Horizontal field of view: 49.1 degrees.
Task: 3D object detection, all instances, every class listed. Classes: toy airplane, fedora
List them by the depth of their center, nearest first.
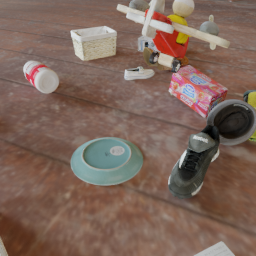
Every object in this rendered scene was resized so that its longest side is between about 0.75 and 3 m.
[{"bbox_3d":[1.257,-3.171,8.441,2.919,2.060,2.906,30,0,-20],"label":"toy airplane"},{"bbox_3d":[3.191,-0.151,8.679,1.531,0.691,1.354,-38,76,3],"label":"fedora"}]

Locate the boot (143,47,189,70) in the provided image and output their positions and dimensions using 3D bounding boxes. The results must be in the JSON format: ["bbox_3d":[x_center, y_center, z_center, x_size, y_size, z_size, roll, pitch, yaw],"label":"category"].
[{"bbox_3d":[1.810,-3.438,13.736,1.593,0.759,2.059,-17,47,-25],"label":"boot"}]

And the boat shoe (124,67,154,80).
[{"bbox_3d":[0.542,-2.489,12.506,1.455,0.486,0.535,-16,38,-22],"label":"boat shoe"}]

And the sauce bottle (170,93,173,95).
[{"bbox_3d":[2.122,-1.472,11.209,0.852,0.276,0.276,-8,35,-18],"label":"sauce bottle"}]

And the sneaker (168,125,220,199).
[{"bbox_3d":[1.756,0.716,7.246,0.845,1.151,2.544,20,39,28],"label":"sneaker"}]

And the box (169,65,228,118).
[{"bbox_3d":[2.511,-1.375,10.234,0.919,0.959,1.924,-23,50,-30],"label":"box"}]

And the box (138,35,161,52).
[{"bbox_3d":[1.885,-4.598,15.380,2.374,0.714,1.385,14,37,21],"label":"box"}]

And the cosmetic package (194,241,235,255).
[{"bbox_3d":[1.794,2.822,4.690,0.805,0.586,1.583,-17,37,-23],"label":"cosmetic package"}]

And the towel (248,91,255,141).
[{"bbox_3d":[4.775,-0.397,9.139,1.665,0.264,2.318,8,50,20],"label":"towel"}]

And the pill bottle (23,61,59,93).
[{"bbox_3d":[-3.661,-2.180,11.621,0.976,0.976,1.739,-24,41,-30],"label":"pill bottle"}]

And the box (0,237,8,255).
[{"bbox_3d":[-3.134,1.818,5.030,1.275,1.826,2.398,-22,40,-30],"label":"box"}]

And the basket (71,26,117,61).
[{"bbox_3d":[-1.761,-4.435,14.646,2.076,1.280,1.407,-17,38,-25],"label":"basket"}]

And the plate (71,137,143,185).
[{"bbox_3d":[-0.593,0.797,7.923,2.060,0.263,2.060,-1,34,1],"label":"plate"}]

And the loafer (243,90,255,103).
[{"bbox_3d":[5.317,-0.867,10.095,2.206,0.793,0.694,7,66,17],"label":"loafer"}]
